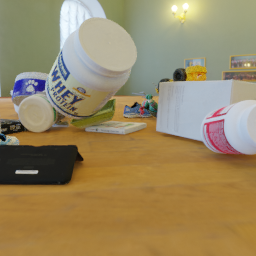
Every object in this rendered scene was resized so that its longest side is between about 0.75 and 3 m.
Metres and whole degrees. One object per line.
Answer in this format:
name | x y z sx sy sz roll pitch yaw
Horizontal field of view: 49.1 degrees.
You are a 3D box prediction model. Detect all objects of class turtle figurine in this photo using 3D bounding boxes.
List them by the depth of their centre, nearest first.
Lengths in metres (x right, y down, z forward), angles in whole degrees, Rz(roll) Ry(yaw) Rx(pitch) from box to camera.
turtle figurine | 1.693 -1.113 13.443 2.862 1.441 2.143 19 29 20

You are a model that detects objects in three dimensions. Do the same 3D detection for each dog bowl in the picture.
dog bowl | -4.052 -1.553 13.644 2.906 1.144 2.906 6 -16 2

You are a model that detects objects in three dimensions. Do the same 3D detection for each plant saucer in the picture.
plant saucer | -1.155 -0.477 10.054 1.599 0.383 1.602 -16 20 5

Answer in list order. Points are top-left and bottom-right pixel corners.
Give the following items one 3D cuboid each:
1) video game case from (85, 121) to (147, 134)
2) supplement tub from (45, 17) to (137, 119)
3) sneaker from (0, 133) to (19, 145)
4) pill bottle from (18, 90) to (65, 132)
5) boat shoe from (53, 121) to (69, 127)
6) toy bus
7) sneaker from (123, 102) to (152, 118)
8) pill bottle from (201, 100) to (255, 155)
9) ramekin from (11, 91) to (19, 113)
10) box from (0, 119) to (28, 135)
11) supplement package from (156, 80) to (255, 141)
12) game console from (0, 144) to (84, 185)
video game case | -0.396 -0.034 10.131 1.582 0.206 1.738 4 10 28
supplement tub | -1.201 -1.731 8.687 2.095 2.095 2.890 -5 -20 -33
sneaker | -2.986 0.326 6.846 0.457 0.461 1.272 -2 7 -6
pill bottle | -2.927 -0.742 10.316 1.268 1.268 2.241 1 16 9
boat shoe | -2.650 -0.172 10.977 0.770 0.239 0.277 2 9 14
toy bus | 2.163 -1.196 10.457 1.290 1.824 1.900 -6 -16 -38
sneaker | 0.636 -0.949 14.405 1.788 0.797 0.702 -3 9 -23
pill bottle | 2.298 0.013 5.723 1.052 1.052 1.874 -1 -4 -6
ramekin | -5.283 -1.526 16.401 2.902 1.351 2.902 -1 8 0
box | -4.550 -0.067 9.794 1.681 0.366 1.347 4 9 23
supplement package | 2.358 -0.518 8.271 1.646 1.640 2.805 0 8 -32
game console | -1.610 0.741 5.082 1.428 0.831 1.256 0 38 1
